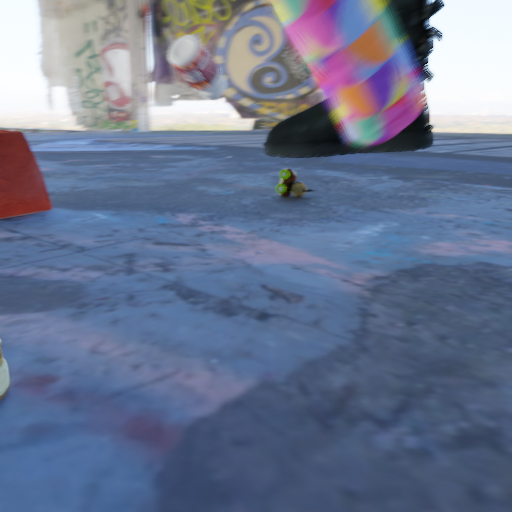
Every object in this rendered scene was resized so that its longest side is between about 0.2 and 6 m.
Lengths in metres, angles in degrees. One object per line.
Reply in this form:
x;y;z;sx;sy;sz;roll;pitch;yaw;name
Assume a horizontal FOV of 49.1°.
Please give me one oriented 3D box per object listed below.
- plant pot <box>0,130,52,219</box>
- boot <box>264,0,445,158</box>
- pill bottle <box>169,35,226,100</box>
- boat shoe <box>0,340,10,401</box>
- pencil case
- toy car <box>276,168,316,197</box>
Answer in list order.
-5.838;-1.793;11.978;1.968;1.734;1.966;10;18;34;plant pot
1.538;-3.069;9.529;3.195;2.618;1.182;0;20;22;boot
-1.117;-3.663;11.004;0.678;0.678;1.237;9;-18;30;pill bottle
-2.468;0.950;3.553;0.860;0.914;2.400;1;15;2;boat shoe
0.674;-1.738;4.393;0.788;1.783;0.788;-27;32;19;pencil case
1.041;-1.762;14.008;0.897;0.708;0.737;16;9;15;toy car
